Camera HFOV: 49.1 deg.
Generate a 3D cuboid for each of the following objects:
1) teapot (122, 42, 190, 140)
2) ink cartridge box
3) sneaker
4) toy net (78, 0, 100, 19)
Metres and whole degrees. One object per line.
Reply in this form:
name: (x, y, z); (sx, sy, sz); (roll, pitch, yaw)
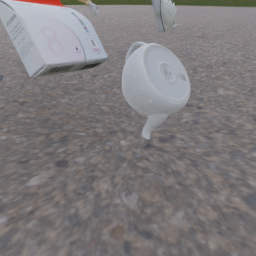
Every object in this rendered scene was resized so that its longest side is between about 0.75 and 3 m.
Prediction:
teapot: (0.323, -0.680, 4.438); (0.887, 1.199, 1.215); (-29, 21, 45)
ink cartridge box: (-1.810, -2.553, 6.232); (0.782, 2.740, 2.227); (-21, 5, 33)
sneaker: (0.693, -2.281, 5.302); (0.413, 0.427, 1.168); (-13, -17, 10)
toy net: (-1.259, -3.989, 8.394); (0.286, 1.482, 0.778); (-50, 21, -19)
